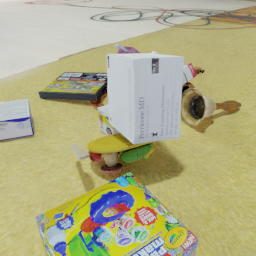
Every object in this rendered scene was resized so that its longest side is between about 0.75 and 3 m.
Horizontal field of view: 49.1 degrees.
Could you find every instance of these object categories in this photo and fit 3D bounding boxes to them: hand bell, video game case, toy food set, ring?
[{"bbox_3d":[3.559,-0.863,11.286,2.768,1.441,1.441,-4,30,-31],"label":"hand bell"},{"bbox_3d":[-2.340,-2.032,13.326,2.847,0.363,2.573,4,32,16],"label":"video game case"},{"bbox_3d":[-0.307,0.797,8.730,2.853,0.932,1.678,-14,14,-25],"label":"toy food set"},{"bbox_3d":[-0.381,-1.345,12.571,2.638,0.253,2.638,1,32,0],"label":"ring"}]

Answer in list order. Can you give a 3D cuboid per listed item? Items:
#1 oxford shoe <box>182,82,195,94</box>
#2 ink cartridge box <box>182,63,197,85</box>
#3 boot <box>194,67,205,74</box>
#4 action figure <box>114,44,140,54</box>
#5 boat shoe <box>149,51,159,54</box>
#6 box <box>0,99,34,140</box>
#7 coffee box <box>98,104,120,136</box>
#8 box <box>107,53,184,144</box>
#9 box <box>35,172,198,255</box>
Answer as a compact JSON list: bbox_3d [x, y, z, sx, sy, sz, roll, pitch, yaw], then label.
[{"bbox_3d":[2.605,-1.556,12.293,0.940,0.939,2.634,6,31,12],"label":"oxford shoe"},{"bbox_3d":[2.209,-2.331,13.190,1.280,0.723,1.744,-14,15,46],"label":"ink cartridge box"},{"bbox_3d":[3.770,-3.227,15.470,0.776,0.298,0.603,-16,36,-23],"label":"boot"},{"bbox_3d":[-0.135,-3.188,14.747,2.124,1.911,2.852,22,28,-19],"label":"action figure"},{"bbox_3d":[1.538,-3.866,15.978,0.814,0.832,2.349,10,33,15],"label":"boat shoe"},{"bbox_3d":[-4.352,-0.337,10.446,1.438,0.821,1.564,-10,33,-16],"label":"box"},{"bbox_3d":[-0.422,-0.285,10.230,0.974,0.964,0.973,-22,39,-31],"label":"coffee box"},{"bbox_3d":[0.406,-0.998,8.280,1.508,2.295,2.307,-7,19,-19],"label":"box"},{"bbox_3d":[-0.264,2.421,5.605,2.292,1.398,2.208,-21,39,-29],"label":"box"}]
